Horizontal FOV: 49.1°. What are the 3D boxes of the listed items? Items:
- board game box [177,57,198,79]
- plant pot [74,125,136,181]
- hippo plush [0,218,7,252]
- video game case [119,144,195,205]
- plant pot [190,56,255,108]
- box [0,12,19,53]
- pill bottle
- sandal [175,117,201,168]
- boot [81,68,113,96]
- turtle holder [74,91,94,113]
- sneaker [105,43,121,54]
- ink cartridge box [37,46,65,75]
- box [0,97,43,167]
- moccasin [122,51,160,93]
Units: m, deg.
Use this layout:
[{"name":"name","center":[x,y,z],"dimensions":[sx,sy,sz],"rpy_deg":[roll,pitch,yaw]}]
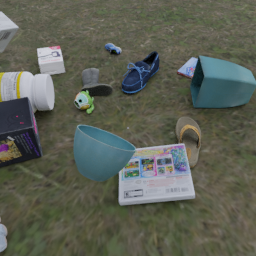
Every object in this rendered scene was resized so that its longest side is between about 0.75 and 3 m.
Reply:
[{"name":"board game box","center":[3.119,-2.920,13.559],"dimensions":[0.832,0.157,1.616],"rpy_deg":[25,49,26]},{"name":"plant pot","center":[-0.673,0.670,6.647],"dimensions":[1.479,0.996,1.479],"rpy_deg":[22,8,-3]},{"name":"hippo plush","center":[-3.885,2.906,7.009],"dimensions":[1.221,1.210,1.519],"rpy_deg":[-32,32,9]},{"name":"video game case","center":[0.814,1.393,8.742],"dimensions":[2.200,0.261,2.002],"rpy_deg":[-7,43,6]},{"name":"plant pot","center":[3.882,-1.797,11.429],"dimensions":[2.217,1.567,1.566],"rpy_deg":[5,44,-1]},{"name":"box","center":[-4.075,-2.809,8.380],"dimensions":[0.723,1.106,1.100],"rpy_deg":[42,22,-11]},{"name":"pill bottle","center":[-4.444,-1.297,10.767],"dimensions":[2.911,1.664,1.664],"rpy_deg":[-3,44,-3]},{"name":"sandal","center":[2.118,0.361,9.775],"dimensions":[0.924,0.621,2.299],"rpy_deg":[7,44,7]},{"name":"boot","center":[-1.384,-2.078,12.468],"dimensions":[1.470,0.587,1.617],"rpy_deg":[2,37,-1]},{"name":"turtle holder","center":[-1.765,-1.004,11.273],"dimensions":[0.626,0.881,0.670],"rpy_deg":[-35,22,-32]},{"name":"sneaker","center":[-0.845,-4.125,14.661],"dimensions":[0.994,0.390,0.443],"rpy_deg":[27,47,25]},{"name":"ink cartridge box","center":[-3.730,-3.272,13.564],"dimensions":[1.127,0.656,1.556],"rpy_deg":[-11,45,-12]},{"name":"box","center":[-4.468,0.251,9.258],"dimensions":[2.803,1.486,1.713],"rpy_deg":[-14,45,-15]},{"name":"moccasin","center":[0.524,-2.634,12.671],"dimensions":[1.131,0.958,2.811],"rpy_deg":[19,47,19]}]
